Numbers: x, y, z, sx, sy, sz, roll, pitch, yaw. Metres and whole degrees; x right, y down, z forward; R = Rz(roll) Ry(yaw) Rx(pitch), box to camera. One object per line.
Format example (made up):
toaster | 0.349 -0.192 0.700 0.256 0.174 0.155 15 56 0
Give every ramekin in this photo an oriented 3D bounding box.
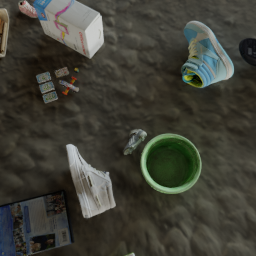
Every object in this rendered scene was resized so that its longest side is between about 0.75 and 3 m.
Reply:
ramekin | 1.313 1.208 9.006 1.871 0.914 1.871 0 70 0

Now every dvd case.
dvd case | -2.974 3.013 8.726 2.353 0.206 1.679 -13 69 -5

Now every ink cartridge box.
ink cartridge box | -2.143 -3.879 10.475 2.314 1.672 0.979 30 72 10

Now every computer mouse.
computer mouse | 5.389 -2.292 10.506 2.760 0.635 1.938 6 70 -6

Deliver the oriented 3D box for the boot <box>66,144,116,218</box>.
boot | -1.189 1.557 9.017 1.147 0.883 2.400 -15 76 -15

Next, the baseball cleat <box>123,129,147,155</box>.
baseball cleat | 0.141 0.449 9.637 1.071 0.373 0.570 -40 61 -18

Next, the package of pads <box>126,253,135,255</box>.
package of pads | -0.214 4.291 8.151 1.147 0.391 0.886 -19 71 -7

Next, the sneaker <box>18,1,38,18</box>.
sneaker | -4.067 -4.888 11.485 0.955 0.499 0.360 23 69 7

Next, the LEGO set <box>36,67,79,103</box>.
LEGO set | -2.514 -1.729 10.395 1.592 0.391 1.189 -20 75 -7

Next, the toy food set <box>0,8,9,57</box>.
toy food set | -5.647 -3.713 10.944 1.614 0.679 2.249 -3 70 -1

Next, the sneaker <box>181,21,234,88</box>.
sneaker | 2.466 -2.685 10.372 1.759 1.071 2.694 -27 71 -11
